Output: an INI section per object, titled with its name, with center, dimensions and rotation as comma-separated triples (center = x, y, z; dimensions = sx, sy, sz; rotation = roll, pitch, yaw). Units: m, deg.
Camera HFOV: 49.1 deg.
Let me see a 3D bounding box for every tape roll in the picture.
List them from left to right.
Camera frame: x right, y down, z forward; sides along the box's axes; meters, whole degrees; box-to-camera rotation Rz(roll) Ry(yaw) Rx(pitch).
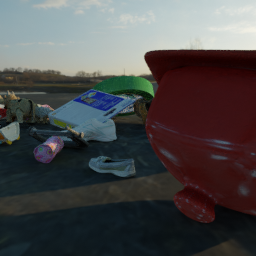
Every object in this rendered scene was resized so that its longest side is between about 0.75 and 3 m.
[tape roll]
center = -0.228, -1.270, 11.867
dimensions = 2.651, 0.637, 2.651
rotation = -7, -20, -2

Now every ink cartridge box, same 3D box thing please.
[ink cartridge box]
center = -1.144, -0.519, 9.213
dimensions = 2.103, 0.494, 2.079
rotation = 20, 41, 33

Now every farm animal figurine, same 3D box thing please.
[farm animal figurine]
center = -4.324, -0.747, 10.221
dimensions = 2.335, 1.231, 2.361
rotation = 4, 5, 19

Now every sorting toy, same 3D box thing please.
[sorting toy]
center = -3.359, 0.218, 7.317
dimensions = 0.785, 0.466, 0.872
rotation = -13, 12, 9

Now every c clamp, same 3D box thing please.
[c clamp]
center = -1.607, 0.172, 6.346
dimensions = 1.636, 0.222, 1.398
rotation = 1, -20, 26

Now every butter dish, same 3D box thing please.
[butter dish]
center = 1.088, 0.315, 3.285
dimensions = 2.196, 1.623, 2.190
rotation = 16, -23, 44

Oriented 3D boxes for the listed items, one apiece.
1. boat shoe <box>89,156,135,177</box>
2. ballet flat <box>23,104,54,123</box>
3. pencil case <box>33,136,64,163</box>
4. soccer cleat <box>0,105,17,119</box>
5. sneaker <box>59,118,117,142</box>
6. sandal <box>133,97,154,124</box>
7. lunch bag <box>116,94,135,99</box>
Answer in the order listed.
[boat shoe]
center = -0.289, 0.627, 4.921
dimensions = 0.965, 0.309, 0.356
rotation = 7, 11, 38
[ballet flat]
center = -3.623, -0.597, 11.816
dimensions = 0.768, 0.746, 2.157
rotation = 17, 10, 8
[pencil case]
center = -1.645, 0.427, 5.871
dimensions = 0.423, 0.423, 0.967
rotation = 0, 10, 1
[soccer cleat]
center = -5.488, -0.692, 12.343
dimensions = 2.173, 0.746, 0.926
rotation = -5, -4, -23
[sneaker]
center = -1.122, 0.050, 7.613
dimensions = 1.610, 0.645, 0.566
rotation = -3, 11, -12
[sandal]
center = 0.711, -0.623, 10.603
dimensions = 0.776, 1.162, 2.844
rotation = -21, 17, -19
[lunch bag]
center = -0.358, -1.408, 15.406
dimensions = 1.833, 1.118, 1.562
rotation = -1, 9, -30
